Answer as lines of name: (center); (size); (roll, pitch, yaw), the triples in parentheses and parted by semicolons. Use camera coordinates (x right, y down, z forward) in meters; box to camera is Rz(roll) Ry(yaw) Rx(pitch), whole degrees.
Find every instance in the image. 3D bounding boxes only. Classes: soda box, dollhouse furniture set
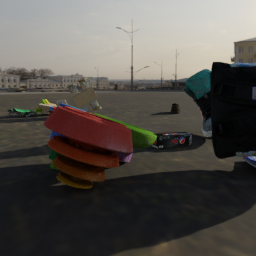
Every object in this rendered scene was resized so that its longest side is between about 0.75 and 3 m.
soda box: (0.969, 0.262, 6.145); (0.873, 0.277, 0.309); (-3, 8, -23)
dollhouse furniture set: (-2.010, -1.098, 11.375); (1.629, 1.428, 1.082); (-31, 17, -16)

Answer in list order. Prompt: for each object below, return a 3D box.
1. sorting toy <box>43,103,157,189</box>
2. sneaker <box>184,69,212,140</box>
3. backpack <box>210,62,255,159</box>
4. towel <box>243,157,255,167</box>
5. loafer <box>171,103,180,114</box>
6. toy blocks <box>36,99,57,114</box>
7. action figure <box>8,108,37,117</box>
sorting toy: (-0.524, 0.319, 4.318); (1.502, 1.026, 2.499); (19, 2, 17)
sneaker: (2.132, -0.758, 7.369); (1.044, 1.508, 2.497); (-29, 9, 21)
backpack: (2.409, -0.306, 4.417); (1.958, 1.597, 1.505); (-5, -4, 28)
towel: (2.771, 0.514, 4.351); (1.597, 0.190, 1.156); (-1, 1, 8)
loafer: (2.264, -0.946, 13.211); (0.462, 0.452, 1.266); (1, 9, 5)
toy blocks: (-3.335, -0.836, 12.344); (0.924, 0.676, 1.352); (12, 10, 4)
action figure: (-4.277, -0.621, 11.567); (0.725, 0.336, 1.227); (5, 3, 36)
